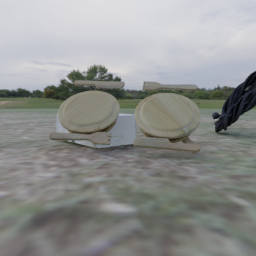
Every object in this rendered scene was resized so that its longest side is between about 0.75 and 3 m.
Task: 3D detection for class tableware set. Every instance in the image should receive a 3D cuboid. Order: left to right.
[{"bbox_3d":[0.003,-0.127,3.972,1.973,0.395,1.304,4,46,9],"label":"tableware set"}]

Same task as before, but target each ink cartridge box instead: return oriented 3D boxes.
[{"bbox_3d":[-0.550,-0.003,4.735,0.857,0.503,1.171,-4,6,-41],"label":"ink cartridge box"}]

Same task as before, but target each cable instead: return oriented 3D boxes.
[{"bbox_3d":[2.547,-0.685,6.100,1.883,0.478,1.537,-46,-5,28],"label":"cable"}]
